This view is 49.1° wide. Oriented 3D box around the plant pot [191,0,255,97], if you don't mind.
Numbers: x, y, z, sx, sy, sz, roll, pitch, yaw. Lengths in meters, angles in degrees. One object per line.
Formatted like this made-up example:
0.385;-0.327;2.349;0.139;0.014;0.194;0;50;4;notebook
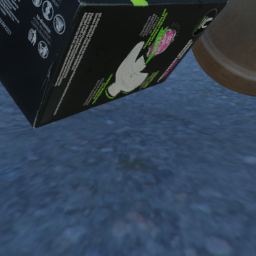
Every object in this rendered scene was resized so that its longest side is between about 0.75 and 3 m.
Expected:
2.568;-2.131;4.888;2.497;2.178;2.497;1;65;-2;plant pot

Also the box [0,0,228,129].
-0.422;-1.648;3.836;2.803;1.742;2.082;-25;71;-44;box
